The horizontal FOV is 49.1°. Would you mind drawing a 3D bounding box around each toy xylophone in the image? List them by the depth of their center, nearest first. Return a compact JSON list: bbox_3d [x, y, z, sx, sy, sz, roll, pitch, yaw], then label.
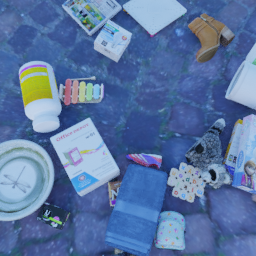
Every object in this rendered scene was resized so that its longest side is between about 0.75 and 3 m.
[{"bbox_3d":[-1.934,-1.602,11.700,1.885,0.474,1.380,-8,69,-3],"label":"toy xylophone"}]

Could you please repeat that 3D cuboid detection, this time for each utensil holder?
[{"bbox_3d":[5.137,-1.545,11.100,1.907,1.621,1.621,25,71,7],"label":"utensil holder"}]

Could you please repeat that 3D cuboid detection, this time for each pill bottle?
[{"bbox_3d":[-3.428,-1.209,11.054,1.377,1.377,2.641,-15,69,-6],"label":"pill bottle"}]

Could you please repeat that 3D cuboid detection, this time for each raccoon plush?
[{"bbox_3d":[3.408,0.952,10.379,2.624,1.269,1.758,-43,83,-15],"label":"raccoon plush"}]

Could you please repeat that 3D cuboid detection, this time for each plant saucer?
[{"bbox_3d":[-4.073,1.877,10.207,2.895,0.727,2.895,0,69,0],"label":"plant saucer"}]

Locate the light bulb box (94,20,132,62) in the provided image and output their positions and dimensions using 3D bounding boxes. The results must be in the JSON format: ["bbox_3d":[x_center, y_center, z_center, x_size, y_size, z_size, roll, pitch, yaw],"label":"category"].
[{"bbox_3d":[-0.642,-3.691,11.924,1.188,0.748,1.199,30,78,-3],"label":"light bulb box"}]

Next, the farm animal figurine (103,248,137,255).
[{"bbox_3d":[-0.222,4.674,8.986,1.745,0.920,1.765,-37,73,-16],"label":"farm animal figurine"}]

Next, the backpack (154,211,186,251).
[{"bbox_3d":[1.423,3.447,9.503,1.089,0.949,1.238,2,63,7],"label":"backpack"}]

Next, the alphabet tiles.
[{"bbox_3d":[2.181,2.012,10.414,1.373,0.100,1.342,20,65,2],"label":"alphabet tiles"}]

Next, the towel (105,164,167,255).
[{"bbox_3d":[0.320,2.707,9.460,1.572,0.683,2.815,17,68,5],"label":"towel"}]

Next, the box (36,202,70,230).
[{"bbox_3d":[-2.614,3.092,9.829,0.891,0.554,0.662,21,70,9],"label":"box"}]

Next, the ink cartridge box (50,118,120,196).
[{"bbox_3d":[-1.594,1.049,10.387,1.686,0.988,2.334,-29,70,-10],"label":"ink cartridge box"}]

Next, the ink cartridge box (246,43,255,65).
[{"bbox_3d":[6.433,-2.666,11.291,2.753,2.003,1.157,15,69,6],"label":"ink cartridge box"}]

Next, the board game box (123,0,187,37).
[{"bbox_3d":[1.256,-5.612,13.355,2.208,0.286,2.208,-37,73,-13],"label":"board game box"}]

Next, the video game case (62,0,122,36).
[{"bbox_3d":[-1.713,-5.687,13.174,1.965,0.237,2.156,-42,77,-2],"label":"video game case"}]

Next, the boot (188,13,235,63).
[{"bbox_3d":[3.349,-4.043,12.482,2.408,0.887,1.863,-36,73,-24],"label":"boot"}]

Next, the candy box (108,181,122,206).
[{"bbox_3d":[0.015,2.325,10.201,1.428,0.403,0.833,-5,68,-5],"label":"candy box"}]

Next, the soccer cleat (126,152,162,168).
[{"bbox_3d":[0.588,1.211,10.633,1.374,0.469,0.503,6,75,0],"label":"soccer cleat"}]

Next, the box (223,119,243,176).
[{"bbox_3d":[4.529,0.914,10.739,1.349,0.470,2.265,23,72,7],"label":"box"}]

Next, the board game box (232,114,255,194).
[{"bbox_3d":[5.274,1.202,10.147,2.679,0.581,2.666,20,71,-9],"label":"board game box"}]
